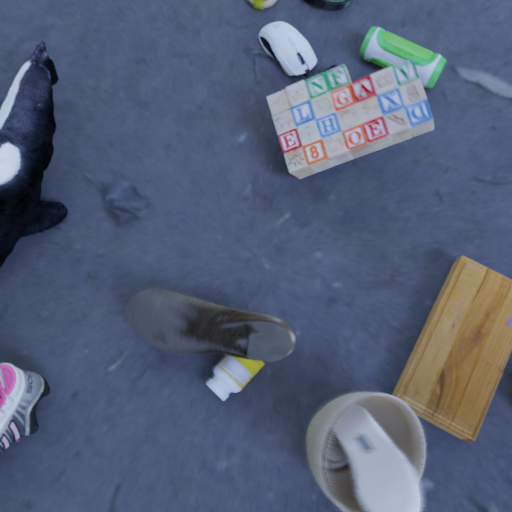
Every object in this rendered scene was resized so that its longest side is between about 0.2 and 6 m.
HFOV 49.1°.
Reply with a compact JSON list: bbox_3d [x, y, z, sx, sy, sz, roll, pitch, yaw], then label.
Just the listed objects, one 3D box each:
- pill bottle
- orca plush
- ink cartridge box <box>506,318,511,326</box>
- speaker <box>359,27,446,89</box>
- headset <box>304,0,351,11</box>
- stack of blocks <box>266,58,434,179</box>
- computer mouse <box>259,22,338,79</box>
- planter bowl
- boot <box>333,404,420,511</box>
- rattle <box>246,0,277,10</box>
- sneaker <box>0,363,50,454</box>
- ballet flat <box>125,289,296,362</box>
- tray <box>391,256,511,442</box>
[{"bbox_3d":[-0.330,1.852,9.085,0.549,0.549,0.979,42,77,13],"label":"pill bottle"},{"bbox_3d":[-4.219,-1.203,9.939,2.532,1.711,4.814,-11,58,44],"label":"orca plush"},{"bbox_3d":[3.781,0.638,7.253,1.017,0.607,0.213,-16,56,-20],"label":"ink cartridge box"},{"bbox_3d":[2.859,-3.880,10.963,1.584,0.701,0.701,29,74,9],"label":"speaker"},{"bbox_3d":[1.259,-5.831,11.540,1.780,0.836,1.099,26,72,-3],"label":"headset"},{"bbox_3d":[1.604,-2.470,9.670,2.511,0.736,1.446,-18,83,18],"label":"stack of blocks"},{"bbox_3d":[0.771,-3.962,11.105,1.140,0.456,2.079,-35,75,-10],"label":"computer mouse"},{"bbox_3d":[1.446,2.799,8.289,1.707,1.149,1.707,1,87,-22],"label":"planter bowl"},{"bbox_3d":[1.767,2.988,7.639,0.779,2.141,0.967,-32,114,5],"label":"boot"},{"bbox_3d":[0.237,-5.707,11.569,1.076,0.768,0.700,-42,57,-7],"label":"rattle"},{"bbox_3d":[-3.940,2.708,8.657,0.843,0.999,2.284,32,95,34],"label":"sneaker"},{"bbox_3d":[-0.731,1.093,8.858,2.835,0.657,0.955,7,97,18],"label":"ballet flat"},{"bbox_3d":[3.428,1.477,9.248,1.343,0.504,2.724,28,74,9],"label":"tray"}]
